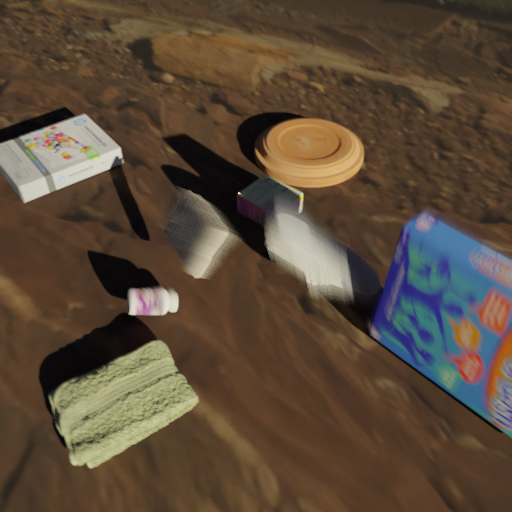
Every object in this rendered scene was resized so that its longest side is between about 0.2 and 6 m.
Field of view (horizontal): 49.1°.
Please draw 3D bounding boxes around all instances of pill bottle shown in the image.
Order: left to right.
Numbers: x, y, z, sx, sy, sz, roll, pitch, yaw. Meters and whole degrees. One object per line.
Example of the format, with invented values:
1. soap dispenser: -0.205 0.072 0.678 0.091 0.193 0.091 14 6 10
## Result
1. pill bottle: -1.704 0.753 9.220 0.783 0.440 0.440 2 42 -22

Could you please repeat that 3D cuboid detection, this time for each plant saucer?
1. plant saucer: 1.190 -2.438 12.649 2.468 0.398 2.468 1 45 -1

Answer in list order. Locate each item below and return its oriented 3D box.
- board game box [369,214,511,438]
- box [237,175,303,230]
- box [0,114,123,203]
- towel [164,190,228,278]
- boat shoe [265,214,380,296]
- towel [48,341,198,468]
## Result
1. board game box: 3.074 1.035 7.727 0.645 2.179 2.865 -28 49 -36
2. box: 0.271 -1.057 11.171 0.997 0.482 0.877 30 52 28
3. box: -4.402 -2.205 12.356 2.321 0.478 1.810 -27 51 -26
4. towel: -1.042 -0.398 9.532 0.257 0.990 1.493 16 25 -40
5. boat shoe: 1.065 0.130 9.410 2.071 0.723 0.734 31 33 2
6. towel: -1.925 2.070 8.084 1.896 0.346 1.406 -24 50 -22
